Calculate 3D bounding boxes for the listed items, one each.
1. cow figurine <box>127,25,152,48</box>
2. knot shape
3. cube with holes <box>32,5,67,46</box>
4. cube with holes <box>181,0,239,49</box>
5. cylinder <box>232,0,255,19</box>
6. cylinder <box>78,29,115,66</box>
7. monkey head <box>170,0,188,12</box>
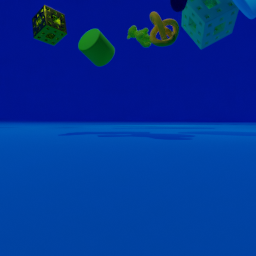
[{"bbox_3d":[0.502,-3.846,11.864,0.598,1.089,1.071,-48,22,-19],"label":"cow figurine"},{"bbox_3d":[1.091,-3.200,8.995,0.585,1.184,1.266,-29,12,46],"label":"knot shape"},{"bbox_3d":[-2.872,-3.720,10.232,0.866,0.866,0.866,-24,-22,37],"label":"cube with holes"},{"bbox_3d":[2.726,-3.785,9.493,1.283,1.283,1.283,-29,-23,-4],"label":"cube with holes"},{"bbox_3d":[2.638,-3.082,5.541,1.264,1.264,1.264,-37,-16,24],"label":"cylinder"},{"bbox_3d":[-1.080,-2.769,9.695,0.923,0.923,0.923,1,-25,36],"label":"cylinder"},{"bbox_3d":[1.140,-2.861,4.701,1.213,1.016,1.686,29,-29,-8],"label":"monkey head"}]
